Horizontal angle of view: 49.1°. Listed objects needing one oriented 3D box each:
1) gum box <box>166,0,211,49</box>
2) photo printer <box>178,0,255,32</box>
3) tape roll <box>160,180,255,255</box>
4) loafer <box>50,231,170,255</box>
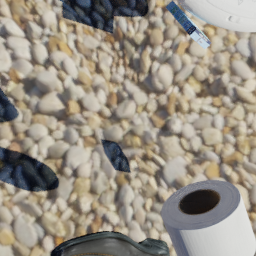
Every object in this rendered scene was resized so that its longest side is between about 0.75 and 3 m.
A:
[{"bbox_3d":[1.399,-2.358,6.441,0.229,0.873,1.028,-43,62,24],"label":"gum box"},{"bbox_3d":[2.402,-3.470,5.694,2.313,0.965,2.780,11,112,-11],"label":"photo printer"},{"bbox_3d":[1.127,1.369,3.985,1.148,1.148,0.788,-22,104,-3],"label":"tape roll"},{"bbox_3d":[-0.128,2.381,4.784,2.439,0.888,0.882,18,36,-31],"label":"loafer"}]
